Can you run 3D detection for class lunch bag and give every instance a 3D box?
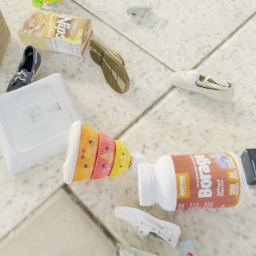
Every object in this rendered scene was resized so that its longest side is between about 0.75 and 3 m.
[{"bbox_3d":[0.145,4.115,7.124,1.531,1.097,1.866,16,65,7],"label":"lunch bag"}]

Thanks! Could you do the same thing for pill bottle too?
[{"bbox_3d":[1.756,1.580,8.241,2.879,1.615,1.615,-3,61,-2],"label":"pill bottle"}]

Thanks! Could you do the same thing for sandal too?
[{"bbox_3d":[-0.632,-2.559,10.980,0.772,1.149,2.861,-16,55,-31],"label":"sandal"}]

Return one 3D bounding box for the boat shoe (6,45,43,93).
[{"bbox_3d":[-4.059,-1.979,10.651,0.998,0.862,2.748,10,61,5],"label":"boat shoe"}]

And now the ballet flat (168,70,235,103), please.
[{"bbox_3d":[2.781,-1.754,10.550,2.540,0.882,0.882,21,63,11],"label":"ballet flat"}]

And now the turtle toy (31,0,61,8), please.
[{"bbox_3d":[-3.752,-6.114,12.986,1.551,0.784,1.130,-29,82,-14],"label":"turtle toy"}]

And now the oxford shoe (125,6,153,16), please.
[{"bbox_3d":[0.515,-5.373,12.853,1.331,0.501,0.384,-13,102,-16],"label":"oxford shoe"}]

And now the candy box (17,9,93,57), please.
[{"bbox_3d":[-3.024,-4.059,11.866,2.732,0.755,1.577,12,60,8],"label":"candy box"}]

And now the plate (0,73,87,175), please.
[{"bbox_3d":[-3.181,-0.344,9.687,2.975,0.481,2.969,-25,73,-14],"label":"plate"}]

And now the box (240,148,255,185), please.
[{"bbox_3d":[4.326,1.230,8.973,1.054,0.665,1.072,-1,61,0],"label":"box"}]

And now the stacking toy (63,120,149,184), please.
[{"bbox_3d":[-0.609,0.895,8.796,2.671,1.952,1.952,9,60,-14],"label":"stacking toy"}]

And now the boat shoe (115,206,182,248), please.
[{"bbox_3d":[0.497,2.846,8.046,2.028,0.718,0.703,18,62,8],"label":"boat shoe"}]

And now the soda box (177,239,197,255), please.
[{"bbox_3d":[1.735,3.773,7.687,0.406,0.437,1.281,-11,61,-6],"label":"soda box"}]

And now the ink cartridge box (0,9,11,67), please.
[{"bbox_3d":[-5.619,-3.496,10.689,1.040,2.280,2.768,2,60,1],"label":"ink cartridge box"}]
